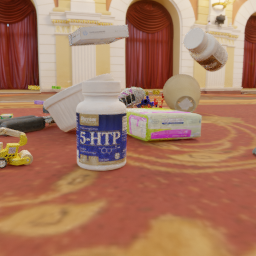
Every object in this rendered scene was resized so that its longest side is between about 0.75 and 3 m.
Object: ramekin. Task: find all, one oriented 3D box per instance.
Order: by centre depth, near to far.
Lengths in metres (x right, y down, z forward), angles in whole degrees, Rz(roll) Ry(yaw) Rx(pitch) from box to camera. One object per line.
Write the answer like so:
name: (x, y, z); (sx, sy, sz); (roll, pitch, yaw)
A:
ramekin: (-1.427, -0.775, 9.316); (2.503, 1.166, 2.503); (-24, 3, 2)

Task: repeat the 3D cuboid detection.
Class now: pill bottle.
pill bottle: (-0.521, -0.086, 5.525); (0.993, 1.660, 0.993); (0, 9, 0)
pill bottle: (1.769, -1.787, 6.411); (0.645, 0.645, 1.128); (9, -9, 44)

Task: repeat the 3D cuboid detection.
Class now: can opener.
can opener: (-3.345, -0.355, 9.905); (0.784, 0.990, 2.978); (6, 15, 28)

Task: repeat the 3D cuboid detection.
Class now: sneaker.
sneaker: (-0.292, -1.207, 14.242); (2.854, 1.109, 1.997); (-22, 18, -5)

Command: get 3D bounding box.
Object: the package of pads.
package of pads: (0.825, -0.162, 8.797); (1.856, 0.819, 2.403); (-2, 8, -22)

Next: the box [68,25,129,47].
box: (-1.306, -3.778, 11.572); (1.914, 0.505, 2.455); (-10, 14, -19)

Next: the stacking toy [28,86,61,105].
stacking toy: (-3.799, -1.204, 13.130); (0.480, 1.542, 2.045); (7, 10, 28)

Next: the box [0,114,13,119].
box: (-5.699, -0.537, 13.191); (0.505, 0.208, 0.860); (-2, 8, -17)

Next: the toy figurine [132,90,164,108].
toy figurine: (0.837, -1.164, 16.000); (2.508, 1.323, 1.502); (-6, -22, 6)

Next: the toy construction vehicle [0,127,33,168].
toy construction vehicle: (-2.937, 0.410, 5.688); (1.797, 0.633, 1.564); (-4, 10, -24)

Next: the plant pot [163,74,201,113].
plant pot: (2.916, -1.571, 14.827); (2.119, 2.119, 2.262); (1, 23, 6)

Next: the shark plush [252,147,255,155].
shark plush: (3.030, 0.346, 5.891); (0.762, 0.699, 1.678); (4, 10, 26)
